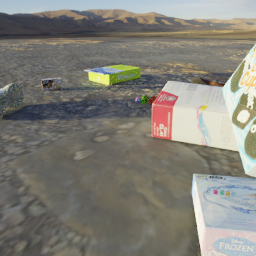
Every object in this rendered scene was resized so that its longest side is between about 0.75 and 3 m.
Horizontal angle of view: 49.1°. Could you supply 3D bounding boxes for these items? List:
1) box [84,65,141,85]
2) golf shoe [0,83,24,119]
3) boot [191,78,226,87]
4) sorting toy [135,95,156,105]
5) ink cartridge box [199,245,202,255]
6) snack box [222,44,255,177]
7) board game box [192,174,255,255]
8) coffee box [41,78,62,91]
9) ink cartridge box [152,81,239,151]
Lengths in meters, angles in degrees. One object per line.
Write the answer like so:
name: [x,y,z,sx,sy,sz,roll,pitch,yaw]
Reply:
box: [-0.778,-2.838,14.770,1.616,0.632,2.650,20,29,40]
golf shoe: [-4.610,-1.012,9.936,1.168,0.940,2.402,-2,20,10]
boot: [4.002,-1.939,12.535,1.897,0.650,1.786,-17,27,-37]
sorting toy: [0.757,-0.956,10.162,1.058,0.367,0.364,-1,26,-42]
ink cartridge box: [1.832,1.778,3.587,1.653,0.307,0.783,-1,17,-4]
snack box: [2.653,-0.526,5.426,0.498,1.561,2.686,20,40,-10]
board game box: [2.077,1.281,4.187,2.080,0.451,2.069,3,8,9]
coffee box: [-3.526,-2.034,12.947,0.882,0.504,0.351,-7,23,-19]
ink cartridge box: [2.134,-0.409,7.799,2.588,1.108,1.910,11,30,18]
